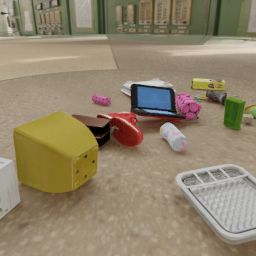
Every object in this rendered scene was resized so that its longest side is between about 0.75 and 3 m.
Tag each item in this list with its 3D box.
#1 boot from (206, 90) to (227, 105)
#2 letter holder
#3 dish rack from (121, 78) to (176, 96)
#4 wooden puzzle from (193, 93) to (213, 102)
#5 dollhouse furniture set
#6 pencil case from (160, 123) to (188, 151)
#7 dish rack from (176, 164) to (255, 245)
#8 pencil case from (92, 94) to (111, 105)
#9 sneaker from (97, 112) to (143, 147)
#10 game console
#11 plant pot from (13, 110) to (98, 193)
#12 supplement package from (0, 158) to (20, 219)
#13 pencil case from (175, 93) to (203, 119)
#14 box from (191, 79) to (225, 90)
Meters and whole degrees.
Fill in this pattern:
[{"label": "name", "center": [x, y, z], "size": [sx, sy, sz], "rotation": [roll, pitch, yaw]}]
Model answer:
[{"label": "boot", "center": [4.173, -1.484, 13.349], "size": [0.978, 0.518, 1.486], "rotation": [15, 15, 15]}, {"label": "letter holder", "center": [-1.447, 0.144, 9.379], "size": [1.479, 0.744, 1.051], "rotation": [9, 27, 20]}, {"label": "dish rack", "center": [1.043, -2.197, 14.824], "size": [2.529, 0.551, 2.171], "rotation": [-9, 20, -17]}, {"label": "wooden puzzle", "center": [3.806, -1.537, 14.044], "size": [0.861, 0.102, 1.452], "rotation": [10, 25, 21]}, {"label": "dollhouse furniture set", "center": [5.012, -0.825, 11.127], "size": [2.887, 1.115, 1.443], "rotation": [-13, 27, -27]}, {"label": "pencil case", "center": [1.497, 0.285, 9.304], "size": [0.571, 0.523, 1.259], "rotation": [-27, 27, -4]}, {"label": "dish rack", "center": [2.290, 1.642, 6.231], "size": [1.909, 0.484, 2.224], "rotation": [-7, 24, -17]}, {"label": "pencil case", "center": [-1.252, -1.359, 13.271], "size": [0.933, 0.423, 0.437], "rotation": [18, 62, 33]}, {"label": "sneaker", "center": [0.036, -0.158, 9.864], "size": [1.386, 0.940, 2.399], "rotation": [-18, 31, -33]}, {"label": "game console", "center": [1.174, -1.066, 11.138], "size": [1.986, 1.179, 1.712], "rotation": [4, 10, -15]}, {"label": "plant pot", "center": [-1.670, 0.702, 7.167], "size": [1.647, 1.600, 1.610], "rotation": [20, 30, 27]}, {"label": "supplement package", "center": [-3.284, 1.425, 5.876], "size": [1.137, 1.146, 1.510], "rotation": [8, 25, 18]}, {"label": "pencil case", "center": [2.528, -0.979, 11.861], "size": [0.841, 0.815, 1.796], "rotation": [-27, 20, 9]}, {"label": "box", "center": [4.468, -2.468, 15.757], "size": [1.821, 0.456, 0.685], "rotation": [4, 23, 11]}]
